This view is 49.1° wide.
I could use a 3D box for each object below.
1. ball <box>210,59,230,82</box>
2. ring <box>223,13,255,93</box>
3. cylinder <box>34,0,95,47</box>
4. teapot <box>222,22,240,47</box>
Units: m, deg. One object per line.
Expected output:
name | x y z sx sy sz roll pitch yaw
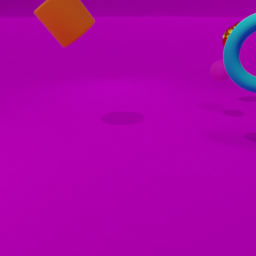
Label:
ball | 3.042 -1.868 9.112 0.704 0.704 0.704 0 24 0
ring | 3.239 -1.735 6.567 1.914 1.914 0.383 10 28 21
cylinder | -1.723 -3.056 7.693 1.184 1.184 1.184 -31 29 19
teapot | 3.831 -3.236 9.997 0.830 1.334 0.653 -14 37 -26
